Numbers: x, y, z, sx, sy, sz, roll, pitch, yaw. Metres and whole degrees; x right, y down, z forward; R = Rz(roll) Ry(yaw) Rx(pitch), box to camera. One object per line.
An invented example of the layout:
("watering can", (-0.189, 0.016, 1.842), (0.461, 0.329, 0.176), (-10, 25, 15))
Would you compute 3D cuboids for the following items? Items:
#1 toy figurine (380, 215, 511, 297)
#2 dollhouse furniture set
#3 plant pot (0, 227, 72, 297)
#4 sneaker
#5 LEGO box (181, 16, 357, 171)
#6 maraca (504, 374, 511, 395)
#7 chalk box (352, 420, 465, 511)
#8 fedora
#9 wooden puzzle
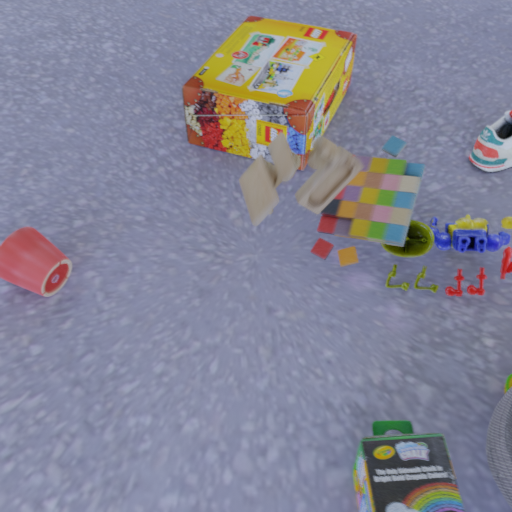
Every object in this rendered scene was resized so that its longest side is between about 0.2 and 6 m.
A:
("toy figurine", (3.376, -0.110, 9.470), (2.419, 1.276, 1.449), (0, 12, 17))
("dollhouse furniture set", (0.689, -0.865, 7.320), (1.242, 1.181, 1.012), (27, 30, -31))
("plant pot", (-3.544, 0.153, 9.030), (0.873, 0.987, 0.987), (31, 53, 10))
("sneaker", (5.404, -2.470, 11.381), (2.245, 1.049, 0.790), (-19, 49, -16))
("LEGO box", (0.400, -3.729, 12.324), (2.691, 1.394, 3.613), (16, 49, 15))
("maraca", (3.802, 1.928, 7.654), (0.923, 0.494, 0.633), (19, 59, -12))
("chalk box", (1.719, 2.719, 6.526), (1.009, 1.002, 1.616), (-2, 46, 0))
("fedora", (4.204, 2.526, 6.423), (3.018, 1.363, 2.669), (-11, 45, 2))
("wooden puzzle", (1.858, -0.933, 9.187), (1.455, 0.172, 2.453), (11, 73, 26))
